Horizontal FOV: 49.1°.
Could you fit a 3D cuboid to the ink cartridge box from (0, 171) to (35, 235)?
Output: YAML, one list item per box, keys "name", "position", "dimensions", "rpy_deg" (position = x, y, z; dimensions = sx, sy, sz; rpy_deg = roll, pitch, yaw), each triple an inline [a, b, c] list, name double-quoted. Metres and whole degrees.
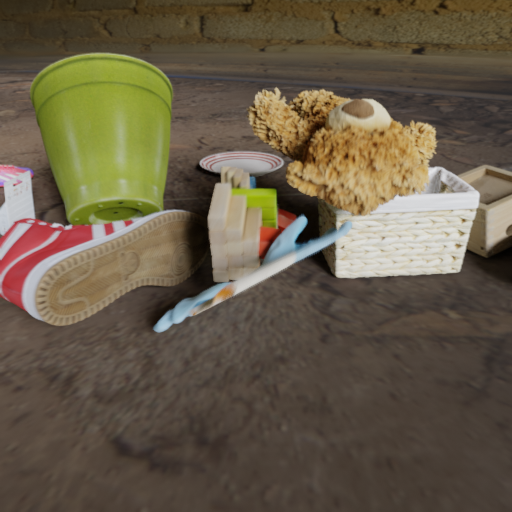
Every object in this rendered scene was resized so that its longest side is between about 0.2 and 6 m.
- name: "ink cartridge box"
  position: [-4.736, -1.050, 11.011]
  dimensions: [0.310, 1.088, 0.884]
  rpy_deg: [5, 25, 11]

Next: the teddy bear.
- name: "teddy bear"
  position: [1.492, -2.043, 9.070]
  dimensions: [3.052, 1.405, 4.209]
  rpy_deg: [28, 25, 10]

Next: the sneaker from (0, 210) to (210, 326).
- name: "sneaker"
  position: [-2.429, -0.065, 8.755]
  dimensions: [1.973, 1.249, 3.508]
  rpy_deg: [12, 21, 34]

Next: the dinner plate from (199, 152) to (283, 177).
- name: "dinner plate"
  position: [-0.389, -2.402, 14.905]
  dimensions: [2.218, 0.269, 2.218]
  rpy_deg: [1, 25, 0]

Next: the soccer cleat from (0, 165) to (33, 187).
- name: "soccer cleat"
  position: [-6.227, -1.956, 13.456]
  dimensions: [1.753, 0.670, 0.585]
  rpy_deg: [-22, 33, -38]

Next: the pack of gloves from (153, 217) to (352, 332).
- name: "pack of gloves"
  position: [-0.110, 0.131, 7.623]
  dimensions: [2.742, 0.541, 2.304]
  rpy_deg: [-25, -2, -44]

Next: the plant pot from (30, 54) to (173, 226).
- name: "plant pot"
  position: [-2.770, -1.882, 10.589]
  dimensions: [2.679, 2.580, 2.679]
  rpy_deg: [-9, -16, -3]

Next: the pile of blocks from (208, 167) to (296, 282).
- name: "pile of blocks"
  position: [0.074, -0.702, 9.104]
  dimensions: [1.170, 1.546, 3.766]
  rpy_deg: [1, 13, 4]

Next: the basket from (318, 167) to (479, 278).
- name: "basket"
  position: [2.270, -0.599, 9.581]
  dimensions: [2.393, 1.476, 1.622]
  rpy_deg: [-1, 25, -5]

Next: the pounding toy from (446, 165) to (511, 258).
- name: "pounding toy"
  position: [4.533, -0.734, 10.441]
  dimensions: [1.888, 1.342, 1.738]
  rpy_deg: [-22, 30, -19]
